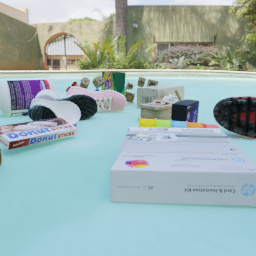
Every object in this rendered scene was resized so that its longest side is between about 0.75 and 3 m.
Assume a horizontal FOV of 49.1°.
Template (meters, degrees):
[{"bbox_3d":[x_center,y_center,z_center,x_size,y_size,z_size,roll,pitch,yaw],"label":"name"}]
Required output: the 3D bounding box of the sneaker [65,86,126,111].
[{"bbox_3d":[-1.312,-0.938,10.849,2.396,0.902,1.253,10,30,1],"label":"sneaker"}]

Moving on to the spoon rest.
[{"bbox_3d":[-1.915,-0.498,7.579,1.349,0.670,0.409,17,-22,-25],"label":"spoon rest"}]

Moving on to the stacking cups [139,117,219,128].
[{"bbox_3d":[1.229,0.045,6.840,1.942,0.588,0.588,2,12,4],"label":"stacking cups"}]

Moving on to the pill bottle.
[{"bbox_3d":[-3.964,-1.153,10.538,2.324,1.307,1.307,-7,14,-31],"label":"pill bottle"}]

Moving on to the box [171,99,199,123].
[{"bbox_3d":[1.615,-0.328,7.899,0.467,0.835,1.184,6,14,29],"label":"box"}]

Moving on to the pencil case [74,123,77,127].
[{"bbox_3d":[-1.830,-0.094,7.939,0.819,0.320,0.356,-10,-11,-45],"label":"pencil case"}]

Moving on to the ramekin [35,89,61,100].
[{"bbox_3d":[-2.869,-0.831,9.959,0.996,0.996,0.485,-1,21,-4],"label":"ramekin"}]

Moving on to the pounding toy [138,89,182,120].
[{"bbox_3d":[1.140,-0.853,9.669,1.907,1.094,1.090,-11,21,-42],"label":"pounding toy"}]

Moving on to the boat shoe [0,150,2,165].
[{"bbox_3d":[-2.495,0.585,4.510,0.519,0.606,1.655,-7,3,-10],"label":"boat shoe"}]

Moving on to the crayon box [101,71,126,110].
[{"bbox_3d":[-0.689,-1.681,12.323,0.526,1.558,1.806,0,11,-22],"label":"crayon box"}]

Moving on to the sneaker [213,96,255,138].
[{"bbox_3d":[3.745,-0.323,7.380,2.984,1.055,1.458,5,14,11],"label":"sneaker"}]

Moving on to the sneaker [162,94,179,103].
[{"bbox_3d":[1.744,-0.941,11.265,0.711,0.613,1.621,27,32,16],"label":"sneaker"}]

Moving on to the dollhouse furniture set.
[{"bbox_3d":[0.563,-1.640,13.188,1.487,1.414,1.212,14,17,-2],"label":"dollhouse furniture set"}]

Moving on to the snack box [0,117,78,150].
[{"bbox_3d":[-2.094,0.084,6.504,0.691,0.234,1.922,30,24,28],"label":"snack box"}]

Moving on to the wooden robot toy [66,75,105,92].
[{"bbox_3d":[-2.081,-1.400,12.186,2.405,1.060,1.091,-50,1,-31],"label":"wooden robot toy"}]

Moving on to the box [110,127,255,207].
[{"bbox_3d":[0.870,0.498,4.861,2.007,0.530,2.575,0,12,5],"label":"box"}]

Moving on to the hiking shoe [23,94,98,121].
[{"bbox_3d":[-2.182,-0.700,9.425,2.423,0.901,1.050,-10,17,-38],"label":"hiking shoe"}]

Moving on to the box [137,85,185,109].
[{"bbox_3d":[1.523,-1.425,12.667,1.125,0.921,2.369,10,16,39],"label":"box"}]
